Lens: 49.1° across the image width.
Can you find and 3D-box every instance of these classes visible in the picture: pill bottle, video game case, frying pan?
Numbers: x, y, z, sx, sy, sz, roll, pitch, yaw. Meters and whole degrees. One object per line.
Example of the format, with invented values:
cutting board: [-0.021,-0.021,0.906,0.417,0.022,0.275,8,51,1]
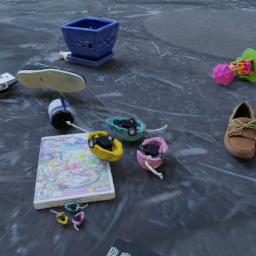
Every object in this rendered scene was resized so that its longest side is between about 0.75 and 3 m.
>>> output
pill bottle: [-2.223,-0.543,9.187,0.738,0.738,1.320,-10,34,-15]
video game case: [-1.422,0.960,7.386,1.825,0.230,2.548,-6,34,-9]
frying pan: [-4.964,-1.565,11.197,0.785,0.211,1.298,-1,31,4]

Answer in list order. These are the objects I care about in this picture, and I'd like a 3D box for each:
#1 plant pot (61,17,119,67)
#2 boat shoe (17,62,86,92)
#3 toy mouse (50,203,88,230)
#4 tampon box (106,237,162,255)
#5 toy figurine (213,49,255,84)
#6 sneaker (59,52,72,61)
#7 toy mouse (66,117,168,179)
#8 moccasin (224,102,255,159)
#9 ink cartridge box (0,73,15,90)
plant pot: [-1.766,-4.163,13.628,2.042,1.836,2.042,16,36,22]
boat shoe: [-2.832,-2.030,10.652,2.767,0.994,0.935,9,48,16]
toy mouse: [-1.161,1.877,6.072,0.711,0.155,0.801,-27,42,-34]
tampon box: [0.316,2.581,4.081,1.565,1.173,0.988,15,37,22]
toy figurine: [4.353,-2.459,11.872,1.689,1.378,1.835,-15,14,-6]
sneaker: [-3.205,-3.602,14.135,0.628,0.400,1.086,0,24,3]
toy mouse: [0.197,0.420,7.823,2.625,0.572,2.954,-19,41,-42]
moccasin: [3.368,0.012,8.168,0.882,0.930,2.410,14,36,21]
ink cartridge box: [-5.264,-1.739,11.078,1.440,0.312,1.426,-27,32,-24]
